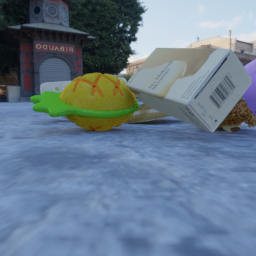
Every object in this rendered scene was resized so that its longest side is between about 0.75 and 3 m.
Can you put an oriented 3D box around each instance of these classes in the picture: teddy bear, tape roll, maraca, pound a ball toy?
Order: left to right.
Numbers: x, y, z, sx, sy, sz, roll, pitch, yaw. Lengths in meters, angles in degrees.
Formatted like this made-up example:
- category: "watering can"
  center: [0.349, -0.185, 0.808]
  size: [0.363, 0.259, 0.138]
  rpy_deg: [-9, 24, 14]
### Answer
- category: "maraca"
  center: [-0.949, -0.603, 6.556]
  size: [2.501, 1.338, 1.715]
  rpy_deg: [-4, 22, -23]
- category: "pound a ball toy"
  center: [-1.054, -0.992, 9.348]
  size: [2.996, 1.273, 1.953]
  rpy_deg: [-1, 10, 15]
- category: "teddy bear"
  center: [2.305, -0.259, 6.843]
  size: [1.543, 0.711, 2.129]
  rpy_deg: [15, 0, -17]
- category: "tape roll"
  center: [2.957, -0.753, 5.611]
  size: [1.494, 1.494, 0.490]
  rpy_deg: [-4, -18, -31]

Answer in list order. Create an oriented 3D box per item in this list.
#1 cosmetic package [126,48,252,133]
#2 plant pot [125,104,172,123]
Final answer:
- category: "cosmetic package"
  center: [1.033, -0.880, 5.527]
  size: [0.830, 1.228, 2.334]
  rpy_deg: [41, -6, -30]
- category: "plant pot"
  center: [0.742, -0.586, 9.151]
  size: [2.446, 0.336, 2.446]
  rpy_deg: [-10, 10, 2]
